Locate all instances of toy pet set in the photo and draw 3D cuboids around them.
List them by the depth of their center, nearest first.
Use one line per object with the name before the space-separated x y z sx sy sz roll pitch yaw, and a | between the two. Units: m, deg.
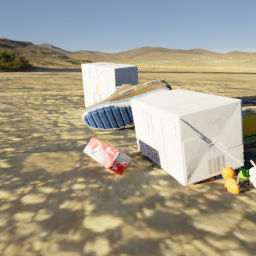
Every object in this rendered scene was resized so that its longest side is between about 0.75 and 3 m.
toy pet set | 2.460 0.592 4.341 1.703 0.904 1.590 -1 13 -3

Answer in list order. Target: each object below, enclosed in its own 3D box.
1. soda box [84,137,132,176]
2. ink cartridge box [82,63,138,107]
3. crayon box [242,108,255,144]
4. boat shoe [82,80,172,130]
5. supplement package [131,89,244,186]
soda box | -0.432 0.527 5.466 0.356 0.393 1.123 36 -9 -33
ink cartridge box | -0.729 -1.512 10.722 1.059 1.808 2.502 -13 21 -31
crayon box | 2.881 -0.122 7.456 1.221 0.501 1.942 -12 13 -8
boat shoe | -0.014 -0.714 8.180 2.715 0.981 0.983 -12 48 0
supplement package | 1.072 0.027 5.601 1.275 1.260 2.104 -14 17 -16
